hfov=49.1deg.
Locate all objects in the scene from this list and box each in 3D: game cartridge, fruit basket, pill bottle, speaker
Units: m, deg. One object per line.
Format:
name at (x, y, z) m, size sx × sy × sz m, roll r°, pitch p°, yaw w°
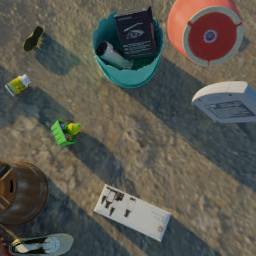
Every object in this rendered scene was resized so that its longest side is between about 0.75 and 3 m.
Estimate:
game cartridge at (2.518, -0.610, 6.979) m, size 1.280 × 1.922 × 0.399 m, roll 40°, pitch 75°, yaw -17°
fruit basket at (-2.172, 0.116, 10.127) m, size 0.975 × 0.703 × 0.975 m, roll -2°, pitch 82°, yaw 16°
pill bottle at (-4.168, -1.649, 10.679) m, size 0.858 × 0.482 × 0.482 m, roll -37°, pitch 77°, yaw -10°
speaker at (-0.473, -2.628, 10.376) m, size 0.594 × 1.462 × 0.594 m, roll -15°, pitch 67°, yaw 38°

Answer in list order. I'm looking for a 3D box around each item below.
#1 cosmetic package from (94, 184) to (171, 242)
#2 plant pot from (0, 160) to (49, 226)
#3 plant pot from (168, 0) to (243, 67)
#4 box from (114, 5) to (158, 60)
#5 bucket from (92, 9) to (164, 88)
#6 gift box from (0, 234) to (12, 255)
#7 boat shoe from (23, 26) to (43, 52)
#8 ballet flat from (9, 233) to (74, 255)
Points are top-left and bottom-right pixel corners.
cosmetic package at (0.146, 2.815, 9.349) m, size 2.377 × 0.602 × 0.981 m, roll 22°, pitch 76°, yaw 6°
plant pot at (-3.890, 1.968, 8.768) m, size 2.218 × 2.196 × 2.218 m, roll 0°, pitch 74°, yaw 1°
plant pot at (2.196, -2.767, 7.883) m, size 2.167 × 2.167 × 1.918 m, roll 6°, pitch 31°, yaw 2°
box at (0.327, -3.353, 9.872) m, size 1.182 × 1.597 × 0.833 m, roll -3°, pitch 32°, yaw 17°
bucket at (0.014, -2.834, 10.395) m, size 2.588 × 1.684 × 2.588 m, roll 0°, pitch 75°, yaw 1°
gift box at (-5.063, 4.003, 8.148) m, size 2.211 × 2.368 × 2.185 m, roll -34°, pitch 72°, yaw -8°
boat shoe at (-3.833, -3.568, 11.328) m, size 0.436 × 0.376 × 1.197 m, roll 29°, pitch 81°, yaw -20°
ballet flat at (-2.802, 3.848, 9.034) m, size 2.045 × 0.638 × 0.690 m, roll -7°, pitch 74°, yaw -2°
